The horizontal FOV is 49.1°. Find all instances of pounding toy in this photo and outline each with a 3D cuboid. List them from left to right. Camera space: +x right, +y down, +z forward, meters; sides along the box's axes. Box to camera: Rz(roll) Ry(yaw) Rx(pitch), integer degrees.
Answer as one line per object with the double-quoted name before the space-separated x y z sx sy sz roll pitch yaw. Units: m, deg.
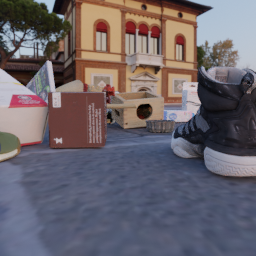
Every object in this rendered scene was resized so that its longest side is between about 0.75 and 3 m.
"pounding toy" -0.030 -0.576 11.032 2.756 1.261 2.421 -7 18 -18

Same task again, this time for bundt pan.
"bundt pan" 1.130 -0.064 9.782 1.068 0.401 1.068 1 6 0

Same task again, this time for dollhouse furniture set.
"dollhouse furniture set" -1.171 -1.370 11.773 1.160 0.877 2.156 -1 12 -18

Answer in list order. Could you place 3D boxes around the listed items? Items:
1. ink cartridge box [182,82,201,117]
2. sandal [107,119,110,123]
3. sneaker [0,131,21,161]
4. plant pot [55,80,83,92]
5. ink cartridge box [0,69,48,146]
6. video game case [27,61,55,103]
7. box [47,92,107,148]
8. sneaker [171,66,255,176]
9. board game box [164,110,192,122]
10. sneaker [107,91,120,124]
"ink cartridge box" 3.721 -1.509 15.694 1.224 2.111 0.716 -1 6 -13
"sandal" -1.078 -0.106 9.920 0.712 0.479 1.773 9 -9 -15
"sneaker" -2.643 0.052 4.758 0.847 1.134 2.527 1 6 9
"plant pot" -4.333 -1.776 18.906 2.656 2.487 2.487 -18 14 -29
"ink cartridge box" -3.489 -0.574 6.810 2.656 1.137 1.961 31 25 36
"video game case" -3.653 -1.481 11.660 0.238 2.037 1.852 16 -42 -43
"box" -1.178 -0.241 6.965 1.272 1.285 1.549 0 6 -3
"sneaker" 1.528 -0.227 4.986 1.090 1.644 2.889 -1 6 -8
"board game box" 1.342 -0.631 14.247 2.775 0.602 2.762 5 6 42
"sneaker" -0.630 -0.900 12.720 0.587 1.555 0.895 12 8 -2
